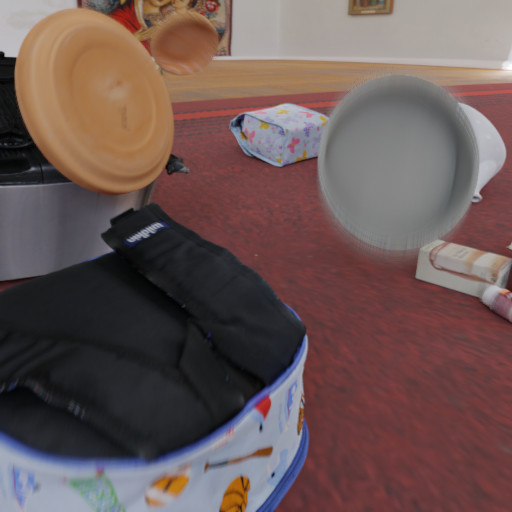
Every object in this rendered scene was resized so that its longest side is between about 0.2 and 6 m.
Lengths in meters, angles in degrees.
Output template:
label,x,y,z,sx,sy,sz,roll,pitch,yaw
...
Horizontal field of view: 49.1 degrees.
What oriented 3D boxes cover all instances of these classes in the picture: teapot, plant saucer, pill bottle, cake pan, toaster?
label,x,y,z,sx,sy,sz,roll,pitch,yaw
teapot,4.006,-2.112,11.634,1.426,1.927,1.952,-40,3,0
plant saucer,-1.736,-1.806,6.572,0.348,2.155,2.155,-7,16,37
pill bottle,3.072,0.597,6.857,0.313,0.313,0.547,-11,28,-23
cake pan,1.360,-0.892,5.481,1.660,1.660,0.304,-5,4,-11
plant saucer,-1.114,-3.278,8.625,1.050,1.050,0.196,-8,55,-18
toaster,-3.205,-1.331,7.972,3.020,1.982,3.340,-13,49,-36

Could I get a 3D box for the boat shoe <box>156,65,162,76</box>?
label,x,y,z,sx,sy,sz,roll,pitch,yaw
boat shoe,-2.375,-2.946,10.372,0.706,1.854,0.664,36,47,-13

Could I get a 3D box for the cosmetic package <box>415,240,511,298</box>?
label,x,y,z,sx,sy,sz,roll,pitch,yaw
cosmetic package,2.816,0.173,7.638,1.091,0.476,0.564,17,29,34

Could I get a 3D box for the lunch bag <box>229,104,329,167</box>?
label,x,y,z,sx,sy,sz,roll,pitch,yaw
lunch bag,0.567,-3.127,14.202,1.695,1.270,1.998,-23,43,-38

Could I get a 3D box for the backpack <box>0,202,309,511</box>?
label,x,y,z,sx,sy,sz,roll,pitch,yaw
backpack,-0.911,1.010,3.897,2.483,2.008,2.607,9,31,39

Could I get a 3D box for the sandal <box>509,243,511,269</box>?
label,x,y,z,sx,sy,sz,roll,pitch,yaw
sandal,3.628,0.049,7.619,0.421,0.697,1.713,-12,19,36
